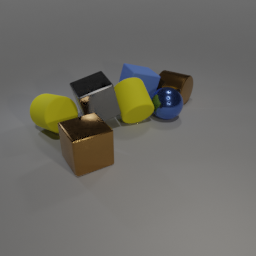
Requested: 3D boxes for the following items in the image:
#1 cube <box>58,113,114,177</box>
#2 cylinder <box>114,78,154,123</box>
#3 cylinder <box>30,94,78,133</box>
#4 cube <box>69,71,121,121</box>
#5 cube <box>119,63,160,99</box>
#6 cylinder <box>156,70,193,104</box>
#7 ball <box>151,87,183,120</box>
[{"bbox_3d":[-1.399,0.522,9.415,1.400,1.400,1.400,-17,35,-26],"label":"cube"},{"bbox_3d":[0.204,-1.133,11.679,1.400,1.400,1.400,-12,63,-19],"label":"cylinder"},{"bbox_3d":[-2.906,-0.598,10.968,1.400,1.400,1.400,-26,26,-36],"label":"cylinder"},{"bbox_3d":[-1.273,-1.148,10.960,1.400,1.400,1.400,-24,39,-10],"label":"cube"},{"bbox_3d":[0.471,-2.115,13.354,1.400,1.400,1.400,4,27,-25],"label":"cube"},{"bbox_3d":[2.230,-1.979,13.534,1.400,1.400,1.400,20,36,30],"label":"cylinder"},{"bbox_3d":[1.661,-1.053,12.017,1.400,1.400,1.400,0,31,0],"label":"ball"}]
